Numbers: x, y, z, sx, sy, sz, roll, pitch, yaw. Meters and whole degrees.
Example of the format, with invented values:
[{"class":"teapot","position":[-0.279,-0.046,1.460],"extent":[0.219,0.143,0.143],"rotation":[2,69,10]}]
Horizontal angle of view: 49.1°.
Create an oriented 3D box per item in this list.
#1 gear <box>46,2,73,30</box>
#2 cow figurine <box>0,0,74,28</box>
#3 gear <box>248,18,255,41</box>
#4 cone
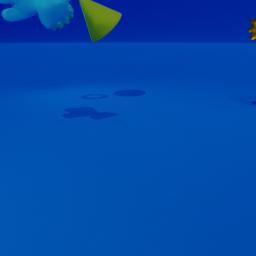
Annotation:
[{"class":"gear","position":[-2.388,-3.807,9.438],"extent":[1.106,1.106,0.205],"rotation":[7,-22,19]},{"class":"cow figurine","position":[-2.318,-3.214,6.928],"extent":[1.712,0.955,1.739],"rotation":[-15,62,-13]},{"class":"gear","position":[4.255,-3.063,8.489],"extent":[1.114,1.114,0.206],"rotation":[14,13,35]},{"class":"cone","position":[-1.263,-4.156,10.057],"extent":[1.468,1.473,1.468],"rotation":[-32,34,24]}]
